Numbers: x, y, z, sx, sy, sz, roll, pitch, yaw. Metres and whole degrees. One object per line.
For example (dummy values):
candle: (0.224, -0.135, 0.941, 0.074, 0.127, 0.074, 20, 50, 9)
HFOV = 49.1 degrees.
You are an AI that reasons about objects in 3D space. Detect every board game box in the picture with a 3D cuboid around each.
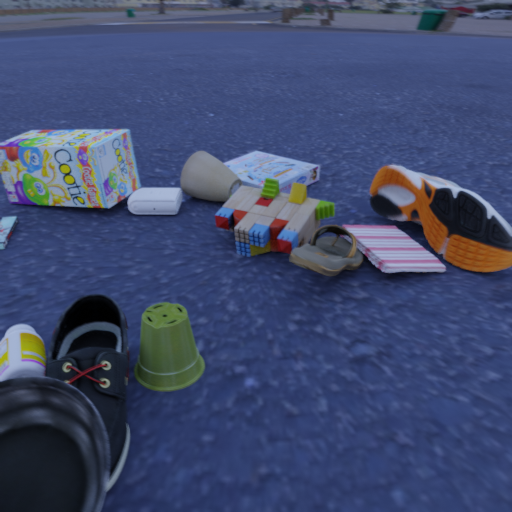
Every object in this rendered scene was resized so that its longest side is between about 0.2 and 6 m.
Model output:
board game box: (-4.151, -1.962, 12.411, 2.650, 1.390, 1.365, 4, 28, 20)
board game box: (0.153, -1.975, 13.734, 2.035, 0.420, 2.040, 21, 34, 34)

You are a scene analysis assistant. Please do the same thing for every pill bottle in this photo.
pill bottle: (-3.005, 1.335, 7.198, 0.573, 0.573, 1.100, -11, 29, -20)

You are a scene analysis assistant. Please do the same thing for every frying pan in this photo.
frying pan: (-1.623, 2.139, 4.859, 3.611, 0.588, 2.184, 0, 52, 14)

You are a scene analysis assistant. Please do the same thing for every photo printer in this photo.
photo printer: (-2.231, -1.209, 12.286, 1.116, 0.388, 0.929, 0, 25, 2)

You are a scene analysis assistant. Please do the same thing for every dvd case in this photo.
dvd case: (-5.349, -0.436, 11.079, 0.983, 0.148, 1.346, -4, 29, -8)

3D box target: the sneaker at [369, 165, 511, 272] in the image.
sneaker: (3.830, -0.850, 10.762, 1.592, 1.310, 3.461, -2, 31, -31)

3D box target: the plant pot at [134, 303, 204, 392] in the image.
plant pot: (-1.164, 1.113, 7.290, 0.934, 0.887, 0.934, -1, 27, 0)

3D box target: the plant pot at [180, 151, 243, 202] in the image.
plant pot: (-0.910, -1.669, 12.602, 1.155, 1.081, 1.081, 25, 36, 26)

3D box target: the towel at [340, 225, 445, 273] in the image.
towel: (2.445, -0.114, 10.210, 1.278, 0.261, 1.747, 0, 28, -22)

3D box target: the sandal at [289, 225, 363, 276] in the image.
sandal: (1.272, -0.179, 9.532, 1.004, 0.675, 2.499, 17, 11, 20)

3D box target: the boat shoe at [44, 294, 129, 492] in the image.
boat shoe: (-2.032, 1.501, 6.564, 1.068, 0.914, 2.918, -2, 29, -10)

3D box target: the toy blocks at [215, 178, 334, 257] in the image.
toy blocks: (0.153, -0.586, 10.603, 2.250, 1.124, 1.538, 14, 42, 23)
